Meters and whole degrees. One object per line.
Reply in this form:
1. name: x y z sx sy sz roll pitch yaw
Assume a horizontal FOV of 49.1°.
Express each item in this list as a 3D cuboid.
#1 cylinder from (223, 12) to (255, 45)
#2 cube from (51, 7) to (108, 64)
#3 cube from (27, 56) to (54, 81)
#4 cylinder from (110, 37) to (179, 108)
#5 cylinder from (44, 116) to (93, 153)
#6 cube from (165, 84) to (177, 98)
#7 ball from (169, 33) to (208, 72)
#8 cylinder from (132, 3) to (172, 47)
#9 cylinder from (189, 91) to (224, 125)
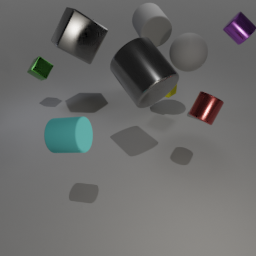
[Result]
1. cylinder: 3.407 -3.044 8.566 0.700 0.700 0.700 42 37 -5
2. cube: -1.815 -3.391 10.274 1.400 1.400 1.400 23 13 -30
3. cube: -3.693 -2.492 11.795 0.700 0.700 0.700 4 66 55
4. cylinder: 0.446 -1.504 7.717 1.400 1.400 1.400 -24 71 -33
5. cylinder: -1.154 0.140 5.510 0.700 0.700 0.700 -2 30 19
6. cube: 1.604 -1.765 11.820 0.700 0.700 0.700 19 32 31
7. ball: 2.246 -2.805 10.411 1.400 1.400 1.400 0 32 0
8. cylinder: 1.019 -4.460 12.137 1.400 1.400 1.400 -8 46 -12
9. cylinder: 2.112 -0.534 7.588 0.700 0.700 0.700 26 8 -4
